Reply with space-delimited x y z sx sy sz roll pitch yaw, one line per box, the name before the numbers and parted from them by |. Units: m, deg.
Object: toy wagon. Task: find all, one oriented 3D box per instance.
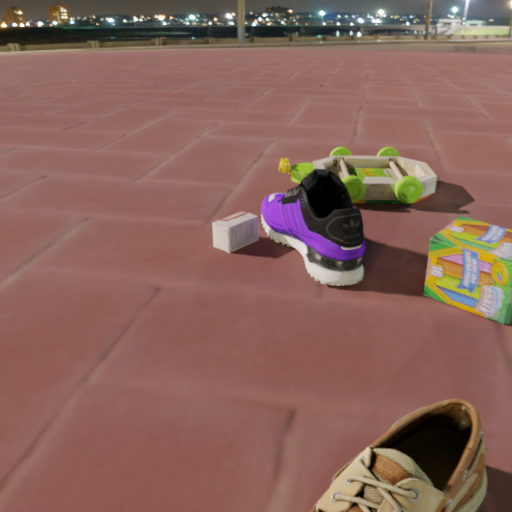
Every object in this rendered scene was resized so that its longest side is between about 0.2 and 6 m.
toy wagon | 2.214 -1.828 12.668 3.401 0.673 2.639 1 25 3

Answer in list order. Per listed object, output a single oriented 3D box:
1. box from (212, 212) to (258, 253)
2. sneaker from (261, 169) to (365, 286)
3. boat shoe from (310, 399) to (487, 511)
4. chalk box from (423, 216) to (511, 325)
box | -0.360 -0.426 9.870 0.414 0.486 0.760 22 33 38
sneaker | 0.966 -0.807 9.454 1.060 1.516 3.049 -10 27 -20
boat shoe | 0.956 1.905 4.313 0.981 0.958 2.593 22 33 38
chalk box | 3.333 0.223 7.845 1.592 0.987 0.994 20 35 37
